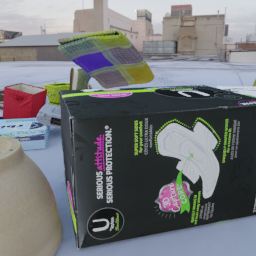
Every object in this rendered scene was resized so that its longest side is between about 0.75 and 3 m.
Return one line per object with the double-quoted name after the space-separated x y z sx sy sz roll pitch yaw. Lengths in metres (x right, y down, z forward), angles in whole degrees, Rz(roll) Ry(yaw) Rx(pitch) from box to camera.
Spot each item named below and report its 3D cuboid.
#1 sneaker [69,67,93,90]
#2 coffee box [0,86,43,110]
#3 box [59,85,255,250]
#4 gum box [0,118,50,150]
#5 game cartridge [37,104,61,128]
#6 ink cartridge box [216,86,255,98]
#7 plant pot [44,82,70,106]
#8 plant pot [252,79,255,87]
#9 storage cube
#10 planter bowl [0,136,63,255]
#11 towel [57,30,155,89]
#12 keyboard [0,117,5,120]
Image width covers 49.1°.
-1.642 -1.255 9.971 0.869 1.935 0.649 -3 44 -21 "sneaker"
-4.639 -1.326 12.032 1.088 0.759 1.903 7 18 22 "coffee box"
0.433 0.322 4.569 2.892 1.798 2.148 -4 17 -17 "box"
-2.979 0.143 7.660 1.536 0.403 1.807 -3 17 -11 "gum box"
-1.571 -0.251 8.339 2.013 0.418 1.340 13 10 -9 "game cartridge"
3.869 -0.596 8.817 2.017 1.165 2.762 3 17 9 "ink cartridge box"
-2.834 -1.391 11.912 1.057 0.964 1.062 -16 22 -41 "plant pot"
6.430 -1.930 13.443 1.065 1.138 1.065 0 17 0 "plant pot"
-3.481 -0.833 9.475 1.034 1.087 1.209 14 19 5 "storage cube"
-1.866 0.869 3.478 1.974 1.329 1.974 -1 15 0 "planter bowl"
-0.470 -1.738 7.606 1.858 0.295 2.588 -3 -17 21 "towel"
-4.501 -0.132 9.007 0.926 0.198 1.542 0 16 22 "keyboard"
